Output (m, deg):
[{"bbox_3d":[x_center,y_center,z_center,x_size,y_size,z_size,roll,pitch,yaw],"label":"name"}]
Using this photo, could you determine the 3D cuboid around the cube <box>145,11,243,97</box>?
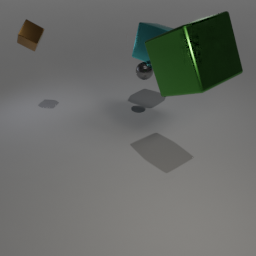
[{"bbox_3d":[1.488,-1.634,6.429,1.400,1.400,1.400,-26,15,-27],"label":"cube"}]

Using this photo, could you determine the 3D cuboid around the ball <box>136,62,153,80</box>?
[{"bbox_3d":[0.653,-2.258,11.077,0.700,0.700,0.700,0,29,0],"label":"ball"}]

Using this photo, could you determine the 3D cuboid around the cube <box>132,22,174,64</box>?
[{"bbox_3d":[1.218,-3.423,11.465,1.400,1.400,1.400,28,29,26],"label":"cube"}]

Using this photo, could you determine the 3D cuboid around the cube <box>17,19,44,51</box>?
[{"bbox_3d":[-3.591,-3.396,10.320,0.700,0.700,0.700,25,-19,-19],"label":"cube"}]
